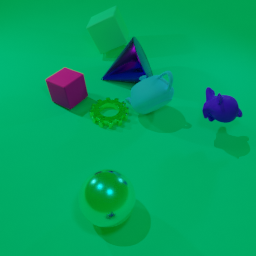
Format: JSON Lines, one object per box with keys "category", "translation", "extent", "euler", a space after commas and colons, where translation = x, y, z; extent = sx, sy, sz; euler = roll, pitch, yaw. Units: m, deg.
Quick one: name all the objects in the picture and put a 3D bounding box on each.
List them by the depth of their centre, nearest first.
{"category": "ball", "translation": [-0.406, 1.363, 5.484], "extent": [1.114, 1.114, 1.114], "euler": [0, 46, 0]}
{"category": "monkey head", "translation": [2.226, -0.591, 6.707], "extent": [0.788, 1.307, 0.941], "euler": [-13, 67, 40]}
{"category": "teapot", "translation": [0.554, -0.944, 7.602], "extent": [1.204, 1.937, 0.948], "euler": [-20, 81, -40]}
{"category": "gear", "translation": [-0.526, -0.442, 7.880], "extent": [1.076, 0.199, 1.076], "euler": [0, 46, 0]}
{"category": "cube", "translation": [-1.747, -1.152, 8.089], "extent": [0.784, 0.784, 0.784], "euler": [24, 50, 29]}
{"category": "cone", "translation": [-0.191, -1.835, 8.863], "extent": [1.540, 1.535, 1.535], "euler": [-21, 43, 17]}
{"category": "cube", "translation": [-0.680, -3.450, 9.862], "extent": [1.062, 1.062, 1.062], "euler": [-17, 36, 19]}
